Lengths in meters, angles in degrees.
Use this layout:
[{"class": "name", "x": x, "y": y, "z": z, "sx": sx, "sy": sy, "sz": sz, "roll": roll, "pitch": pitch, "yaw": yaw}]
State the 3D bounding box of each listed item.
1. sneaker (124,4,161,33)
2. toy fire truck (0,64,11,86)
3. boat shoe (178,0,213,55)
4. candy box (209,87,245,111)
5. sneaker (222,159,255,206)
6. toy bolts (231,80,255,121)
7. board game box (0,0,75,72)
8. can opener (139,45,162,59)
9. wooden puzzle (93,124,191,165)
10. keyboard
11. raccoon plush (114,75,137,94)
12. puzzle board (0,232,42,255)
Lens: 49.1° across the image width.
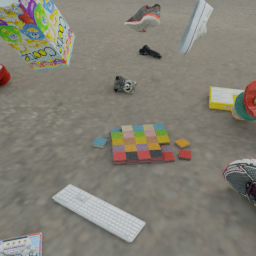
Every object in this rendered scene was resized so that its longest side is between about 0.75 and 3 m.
[{"class": "sneaker", "x": 0.423, "y": -2.845, "z": 7.204, "sx": 0.519, "sy": 0.551, "sz": 1.346, "roll": 18, "pitch": -2, "yaw": -35}, {"class": "toy fire truck", "x": -6.332, "y": -2.099, "z": 11.491, "sx": 2.581, "sy": 1.447, "sz": 2.167, "roll": 16, "pitch": 60, "yaw": 24}, {"class": "boat shoe", "x": 2.297, "y": -3.262, "z": 9.221, "sx": 0.666, "sy": 1.994, "sz": 0.733, "roll": 22, "pitch": -3, "yaw": -10}, {"class": "candy box", "x": 4.384, "y": -1.010, "z": 10.497, "sx": 2.594, "sy": 0.343, "sz": 1.326, "roll": 8, "pitch": 33, "yaw": 12}, {"class": "sneaker", "x": 3.152, "y": 1.559, "z": 5.946, "sx": 0.965, "sy": 1.042, "sz": 2.584, "roll": -27, "pitch": 42, "yaw": -31}, {"class": "toy bolts", "x": 4.731, "y": -0.472, "z": 9.025, "sx": 2.629, "sy": 2.512, "sz": 1.824, "roll": -1, "pitch": -9, "yaw": -1}, {"class": "board game box", "x": -2.908, "y": -3.117, "z": 8.574, "sx": 1.392, "sy": 2.655, "sz": 1.367, "roll": -4, "pitch": 65, "yaw": 17}, {"class": "can opener", "x": 1.274, "y": -4.095, "z": 15.252, "sx": 1.554, "sy": 0.611, "sz": 0.493, "roll": 35, "pitch": 7, "yaw": 37}, {"class": "wooden puzzle", "x": 0.407, "y": 0.436, "z": 8.413, "sx": 2.907, "sy": 0.204, "sz": 1.724, "roll": -3, "pitch": 33, "yaw": -5}, {"class": "keyboard", "x": -0.698, "y": 1.855, "z": 6.325, "sx": 2.196, "sy": 0.117, "sz": 0.618, "roll": 19, "pitch": 38, "yaw": 27}, {"class": "raccoon plush", "x": -0.052, "y": -1.909, "z": 11.690, "sx": 0.915, "sy": 0.661, "sz": 1.366, "roll": 11, "pitch": 33, "yaw": 2}, {"class": "puzzle board", "x": -2.424, "y": 2.573, "z": 5.208, "sx": 1.563, "sy": 0.136, "sz": 1.178, "roll": -7, "pitch": 34, "yaw": -11}]
